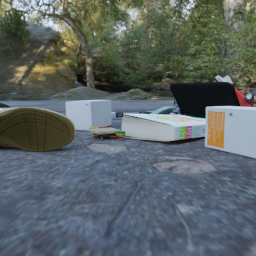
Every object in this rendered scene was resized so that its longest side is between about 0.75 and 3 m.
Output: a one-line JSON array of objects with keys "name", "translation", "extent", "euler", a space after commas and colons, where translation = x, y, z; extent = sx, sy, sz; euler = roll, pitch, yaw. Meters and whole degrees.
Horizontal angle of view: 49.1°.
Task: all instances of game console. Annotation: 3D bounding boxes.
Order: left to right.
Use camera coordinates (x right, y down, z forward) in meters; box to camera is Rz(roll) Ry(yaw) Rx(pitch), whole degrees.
[{"name": "game console", "translation": [3.434, -0.967, 10.871], "extent": [2.486, 1.645, 2.827], "euler": [-8, 12, -37]}]

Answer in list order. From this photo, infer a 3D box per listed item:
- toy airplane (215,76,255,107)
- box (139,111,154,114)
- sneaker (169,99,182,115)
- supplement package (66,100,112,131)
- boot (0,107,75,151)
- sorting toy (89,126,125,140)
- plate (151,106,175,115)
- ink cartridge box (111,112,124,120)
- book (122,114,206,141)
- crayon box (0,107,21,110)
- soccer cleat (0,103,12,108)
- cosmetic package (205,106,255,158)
[{"name": "toy airplane", "translation": [4.960, -1.380, 13.713], "extent": [2.548, 1.798, 2.537], "euler": [32, 22, 2]}, {"name": "box", "translation": [1.116, -0.486, 11.975], "extent": [0.855, 0.450, 1.044], "euler": [6, 9, 44]}, {"name": "sneaker", "translation": [2.483, -1.047, 14.457], "extent": [0.629, 0.949, 1.667], "euler": [4, 8, 31]}, {"name": "supplement package", "translation": [-1.336, -0.487, 9.863], "extent": [0.978, 0.974, 1.667], "euler": [2, 7, 19]}, {"name": "boot", "translation": [-2.340, -0.062, 6.770], "extent": [2.592, 0.934, 2.005], "euler": [-1, 6, 5]}, {"name": "sorting toy", "translation": [-0.653, 0.154, 7.681], "extent": [0.686, 0.241, 1.423], "euler": [-4, 8, -27]}, {"name": "plate", "translation": [0.964, -0.408, 9.480], "extent": [1.380, 0.176, 1.380], "euler": [-28, -11, -6]}, {"name": "ink cartridge box", "translation": [-1.401, -0.593, 13.171], "extent": [1.752, 0.412, 1.732], "euler": [7, 10, 33]}, {"name": "book", "translation": [1.421, -0.019, 8.032], "extent": [1.820, 0.655, 2.724], "euler": [10, 10, 44]}, {"name": "crayon box", "translation": [-4.671, -0.500, 11.429], "extent": [1.782, 0.602, 2.065], "euler": [5, 9, 35]}, {"name": "soccer cleat", "translation": [-7.005, -0.794, 13.719], "extent": [2.485, 0.839, 1.007], "euler": [3, 32, -15]}, {"name": "cosmetic package", "translation": [2.439, 0.058, 5.639], "extent": [0.662, 0.942, 1.858], "euler": [-4, 7, -29]}]
